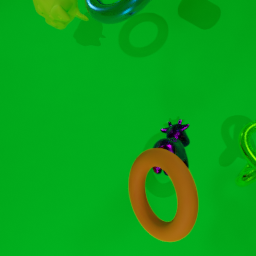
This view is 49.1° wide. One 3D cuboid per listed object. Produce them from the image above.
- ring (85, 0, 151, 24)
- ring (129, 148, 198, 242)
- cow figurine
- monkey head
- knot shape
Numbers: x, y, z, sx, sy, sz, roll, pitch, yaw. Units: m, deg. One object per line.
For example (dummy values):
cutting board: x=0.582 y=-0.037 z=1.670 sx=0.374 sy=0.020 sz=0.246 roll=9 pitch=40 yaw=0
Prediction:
ring: x=-0.105 y=-2.890 z=5.538 sx=1.829 sy=0.366 sz=1.829 roll=-13 pitch=65 yaw=30
ring: x=0.598 y=1.242 z=5.282 sx=0.347 sy=1.735 sz=1.735 roll=-4 pitch=65 yaw=-36
cow figurine: x=0.958 y=0.379 z=6.199 sx=0.736 sy=1.341 sz=1.319 roll=-11 pitch=73 yaw=29
monkey head: x=-1.641 y=-3.085 z=6.940 sx=1.223 sy=1.700 sz=1.024 roll=27 pitch=77 yaw=46
knot shape: x=2.790 y=0.666 z=5.835 sx=0.747 sy=1.513 sz=1.617 roll=22 pitch=30 yaw=-20
